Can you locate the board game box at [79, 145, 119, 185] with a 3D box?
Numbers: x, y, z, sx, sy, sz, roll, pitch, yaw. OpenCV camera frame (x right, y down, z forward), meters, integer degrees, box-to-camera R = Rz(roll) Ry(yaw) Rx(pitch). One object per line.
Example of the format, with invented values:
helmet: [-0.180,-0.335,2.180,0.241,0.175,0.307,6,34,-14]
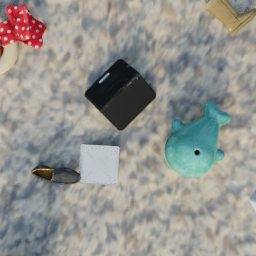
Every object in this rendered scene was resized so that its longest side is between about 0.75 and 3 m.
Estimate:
board game box: [-0.820,1.048,7.983,1.102,0.143,1.102,3,89,0]

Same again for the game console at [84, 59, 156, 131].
game console: [-0.223,-0.954,8.027,1.522,0.886,1.338,-45,59,-1]

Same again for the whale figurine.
whale figurine: [1.935,0.305,7.504,1.737,1.133,2.184,38,88,1]

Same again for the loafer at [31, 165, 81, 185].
loafer: [-2.006,1.339,7.769,1.367,0.494,0.498,5,89,3]

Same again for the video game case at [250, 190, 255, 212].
video game case: [3.440,1.209,4.981,2.707,0.298,2.468,-41,111,-21]

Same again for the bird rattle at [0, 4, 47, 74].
bird rattle: [-3.723,-2.506,7.750,2.633,1.484,2.147,17,100,-13]

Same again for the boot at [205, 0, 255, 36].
boot: [2.970,-3.394,7.961,1.040,0.393,1.187,-42,88,-1]
